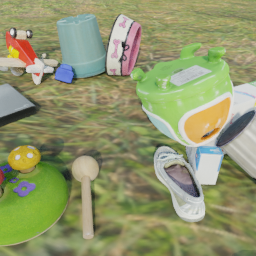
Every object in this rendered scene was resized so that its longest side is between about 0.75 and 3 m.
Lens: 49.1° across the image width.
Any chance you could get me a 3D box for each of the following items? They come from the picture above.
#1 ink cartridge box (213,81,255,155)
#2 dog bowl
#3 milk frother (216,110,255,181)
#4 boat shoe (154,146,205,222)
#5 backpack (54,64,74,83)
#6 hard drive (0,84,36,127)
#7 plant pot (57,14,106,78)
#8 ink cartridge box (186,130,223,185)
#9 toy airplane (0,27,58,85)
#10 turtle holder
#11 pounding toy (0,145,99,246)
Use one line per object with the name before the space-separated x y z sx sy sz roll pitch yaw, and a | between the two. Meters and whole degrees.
ink cartridge box | 3.076 -0.297 7.878 2.148 1.561 0.940 -19 38 -25
dog bowl | -0.141 -3.340 11.687 0.931 2.526 2.526 16 36 6
milk frother | 3.287 0.366 6.528 1.826 1.752 1.941 44 12 1
boat shoe | 1.184 1.096 6.563 0.833 0.725 2.260 -5 34 -8
backpack | -2.529 -2.192 11.311 0.722 0.745 0.888 20 6 -16
hard drive | -4.430 -0.797 9.686 1.608 0.379 2.304 -26 42 -33
plant pot | -1.981 -3.580 11.989 2.201 2.156 2.201 -7 32 4
ink cartridge box | 1.875 0.618 7.059 0.555 0.962 1.325 1 34 0
toy airplane | -4.294 -2.741 11.711 2.469 1.743 2.459 30 38 -23
turtle holder | 1.151 -0.694 6.577 2.060 1.925 2.711 -38 28 -30
pounding toy | -2.143 1.121 5.965 2.923 1.356 2.256 -2 34 -2
